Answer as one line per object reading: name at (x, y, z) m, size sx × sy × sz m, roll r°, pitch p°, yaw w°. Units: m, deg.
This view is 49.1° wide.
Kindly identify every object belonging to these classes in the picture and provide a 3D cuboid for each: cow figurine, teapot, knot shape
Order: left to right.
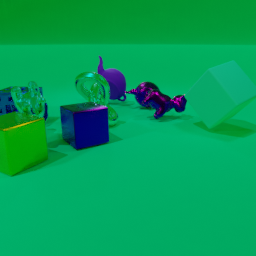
cow figurine at (-2.188, -0.408, 6.361) m, size 0.721 × 1.293 × 1.314 m, roll -24°, pitch 53°, yaw -24°
knot shape at (-0.901, -0.861, 7.684) m, size 0.749 × 1.517 × 1.621 m, roll -27°, pitch 39°, yaw -14°
teapot at (-0.599, -1.659, 9.917) m, size 1.165 × 1.873 × 0.917 m, roll -12°, pitch 38°, yaw 36°
teapot at (0.589, -1.082, 9.304) m, size 1.423 × 0.885 × 0.697 m, roll 14°, pitch 24°, yaw 2°
cow figurine at (1.108, -0.789, 8.137) m, size 1.144 × 1.163 × 0.638 m, roll -47°, pitch 2°, yaw -8°

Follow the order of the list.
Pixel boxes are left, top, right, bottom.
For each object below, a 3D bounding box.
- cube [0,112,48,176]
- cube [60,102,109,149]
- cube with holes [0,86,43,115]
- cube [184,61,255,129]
cube at (-2.158, 0.254, 5.284) m, size 0.873 × 0.873 × 0.873 m, roll 11°, pitch 21°, yaw 31°
cube at (-0.988, -0.090, 6.368) m, size 0.828 × 0.828 × 0.828 m, roll -12°, pitch 20°, yaw -32°
cube with holes at (-2.952, -0.579, 7.686) m, size 0.958 × 0.958 × 0.958 m, roll 2°, pitch 18°, yaw 5°
cube at (2.368, -0.844, 7.093) m, size 1.113 × 1.113 × 1.113 m, roll -23°, pitch 72°, yaw -35°
